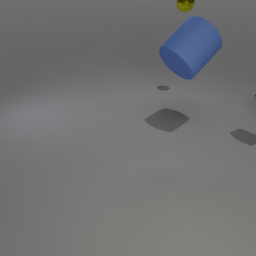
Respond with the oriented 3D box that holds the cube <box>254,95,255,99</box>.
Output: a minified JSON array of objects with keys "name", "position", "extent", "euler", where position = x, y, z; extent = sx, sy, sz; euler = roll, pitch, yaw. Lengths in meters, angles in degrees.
[{"name":"cube","position":[4.610,-0.891,8.841],"extent":[0.700,0.700,0.700],"euler":[-32,11,-6]}]

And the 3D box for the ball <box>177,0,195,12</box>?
[{"name":"ball","position":[2.253,-4.903,10.951],"extent":[0.700,0.700,0.700],"euler":[0,29,0]}]

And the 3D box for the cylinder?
[{"name":"cylinder","position":[1.941,-2.485,8.772],"extent":[1.400,1.400,1.400],"euler":[-47,43,-5]}]
